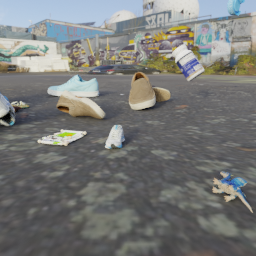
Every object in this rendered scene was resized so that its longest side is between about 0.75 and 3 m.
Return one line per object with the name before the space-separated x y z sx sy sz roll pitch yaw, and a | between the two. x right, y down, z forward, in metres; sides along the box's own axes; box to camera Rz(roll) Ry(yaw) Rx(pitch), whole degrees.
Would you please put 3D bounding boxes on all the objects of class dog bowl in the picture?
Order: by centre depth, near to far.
dog bowl | 3.461 -4.045 8.973 0.240 0.967 0.539 7 -21 47

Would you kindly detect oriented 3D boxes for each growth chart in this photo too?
growth chart | -1.590 0.225 6.800 0.912 0.112 1.260 3 12 16

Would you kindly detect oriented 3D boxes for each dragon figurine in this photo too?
dragon figurine | 1.466 0.824 3.836 0.430 0.255 0.865 -6 13 -25

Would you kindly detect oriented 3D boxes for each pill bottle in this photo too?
pill bottle | 2.342 -2.570 11.021 0.765 1.323 0.765 -32 -5 -3

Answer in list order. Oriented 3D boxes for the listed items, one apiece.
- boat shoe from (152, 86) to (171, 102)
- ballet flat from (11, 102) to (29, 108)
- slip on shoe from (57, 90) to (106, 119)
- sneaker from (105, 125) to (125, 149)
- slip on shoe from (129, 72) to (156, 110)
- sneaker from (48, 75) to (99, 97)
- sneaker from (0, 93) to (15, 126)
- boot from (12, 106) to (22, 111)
boat shoe | 1.216 -1.756 13.762 2.093 0.753 0.678 3 34 38
ballet flat | -4.432 -0.932 11.387 0.321 0.321 0.907 12 17 41
slip on shoe | -1.649 -0.651 9.462 2.273 0.689 0.864 26 -17 38
sneaker | -0.292 0.172 6.295 0.378 0.437 1.009 2 14 4
slip on shoe | 0.571 -1.646 11.968 1.140 0.909 2.999 -12 23 12
sneaker | -3.060 -2.389 15.708 2.933 1.202 1.084 1 12 3
sneaker | -3.821 -0.444 8.384 0.909 1.051 2.426 -42 6 -14
boot | -4.276 -0.736 10.539 0.806 0.292 0.670 5 15 35
